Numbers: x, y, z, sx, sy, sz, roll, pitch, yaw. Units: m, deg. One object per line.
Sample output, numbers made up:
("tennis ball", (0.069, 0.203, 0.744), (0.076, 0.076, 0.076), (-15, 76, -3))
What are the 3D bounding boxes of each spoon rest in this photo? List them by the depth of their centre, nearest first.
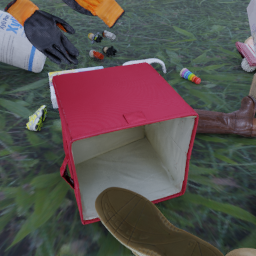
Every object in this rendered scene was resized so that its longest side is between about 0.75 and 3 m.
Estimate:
("spoon rest", (0.650, -2.512, 11.333), (1.771, 0.537, 0.880), (-1, 38, -3))

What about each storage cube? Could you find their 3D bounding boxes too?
("storage cube", (-0.248, 0.181, 6.392), (2.782, 2.378, 2.500), (-12, 39, -15))

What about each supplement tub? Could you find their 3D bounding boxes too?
("supplement tub", (-4.539, -3.390, 10.745), (2.822, 1.861, 1.861), (16, 35, -16))

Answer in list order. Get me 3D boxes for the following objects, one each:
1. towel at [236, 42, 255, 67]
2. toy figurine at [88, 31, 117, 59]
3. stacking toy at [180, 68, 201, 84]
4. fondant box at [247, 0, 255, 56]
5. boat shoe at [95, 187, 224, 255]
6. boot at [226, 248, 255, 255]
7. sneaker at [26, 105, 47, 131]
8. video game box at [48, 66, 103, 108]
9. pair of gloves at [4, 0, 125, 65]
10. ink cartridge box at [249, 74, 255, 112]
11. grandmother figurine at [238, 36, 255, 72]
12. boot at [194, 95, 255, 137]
("towel", (5.470, -2.825, 11.348), (2.075, 0.236, 1.495), (7, 47, -20))
("toy figurine", (-1.138, -3.664, 12.312), (1.166, 1.148, 0.811), (-28, 40, -32))
("stacking toy", (2.431, -1.967, 10.815), (0.372, 0.372, 0.871), (-26, 49, -29))
("fondant box", (2.869, -1.711, 5.340), (0.567, 1.946, 1.404), (-9, -1, 10))
("boat shoe", (0.462, 2.090, 5.175), (2.651, 0.880, 0.981), (31, 55, 28))
("boot", (2.738, 1.785, 5.141), (2.582, 0.975, 2.948), (32, 40, -10))
("sneaker", (-2.814, -0.356, 8.674), (0.426, 0.420, 1.114), (4, 37, 4))
("video game box", (-1.741, -1.522, 10.104), (2.096, 0.491, 1.910), (-9, 41, -12))
("pair of gloves", (-1.521, -2.902, 7.056), (2.451, 2.184, 0.303), (-42, 33, 10))
("ink cartridge box", (4.568, -0.921, 8.720), (0.567, 1.243, 1.509), (-23, 44, -26))
("grandmother figurine", (5.374, -3.143, 12.050), (1.455, 0.726, 2.399), (18, 44, 20))
("boot", (2.872, -0.460, 8.701), (2.048, 0.658, 1.909), (3, 36, 11))
